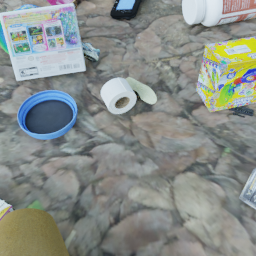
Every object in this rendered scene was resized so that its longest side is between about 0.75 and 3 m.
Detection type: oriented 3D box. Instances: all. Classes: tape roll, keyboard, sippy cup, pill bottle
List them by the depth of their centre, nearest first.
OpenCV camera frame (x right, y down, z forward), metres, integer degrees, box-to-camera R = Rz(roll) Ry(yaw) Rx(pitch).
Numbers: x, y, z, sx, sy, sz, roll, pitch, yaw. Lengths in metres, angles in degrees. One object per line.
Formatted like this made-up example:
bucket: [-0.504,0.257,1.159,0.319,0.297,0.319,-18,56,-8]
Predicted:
tape roll: [-0.292,-0.982,8.627,0.950,0.950,0.652,-20,55,-14]
keyboard: [3.552,-0.522,8.823,0.750,0.077,0.477,18,55,14]
sippy cup: [-3.686,-3.660,10.294,1.805,2.298,1.684,-34,34,26]
pill bottle: [3.811,-5.071,11.258,2.998,1.682,1.682,-13,54,-10]

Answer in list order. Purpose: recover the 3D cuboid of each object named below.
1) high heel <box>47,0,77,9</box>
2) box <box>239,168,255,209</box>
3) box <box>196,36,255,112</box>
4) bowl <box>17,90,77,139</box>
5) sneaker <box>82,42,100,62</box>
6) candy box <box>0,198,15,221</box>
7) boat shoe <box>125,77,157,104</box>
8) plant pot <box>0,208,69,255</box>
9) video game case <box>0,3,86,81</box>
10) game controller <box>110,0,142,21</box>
high heel: [-2.379,-6.406,12.733,1.416,0.994,2.953,32,72,10]
box: [3.318,1.562,6.981,0.732,0.223,0.924,31,70,13]
box: [3.283,-1.638,8.559,1.853,1.784,1.130,-12,49,-8]
bowl: [-2.428,-0.404,8.560,1.779,0.349,1.779,0,52,0]
sneaker: [-1.573,-2.827,10.002,1.232,0.478,0.532,27,69,-9]
candy box: [-3.474,1.976,6.738,1.205,0.368,0.822,24,56,17]
boat shoe: [0.435,-1.209,9.108,1.230,0.385,0.450,36,94,9]
plant pot: [-1.960,2.829,5.152,2.291,2.291,2.458,-10,39,-8]
video game case: [-2.776,-2.833,9.352,2.394,2.179,0.284,-9,19,-3]
game controller: [-0.040,-5.458,12.325,1.151,0.464,2.206,10,53,7]
